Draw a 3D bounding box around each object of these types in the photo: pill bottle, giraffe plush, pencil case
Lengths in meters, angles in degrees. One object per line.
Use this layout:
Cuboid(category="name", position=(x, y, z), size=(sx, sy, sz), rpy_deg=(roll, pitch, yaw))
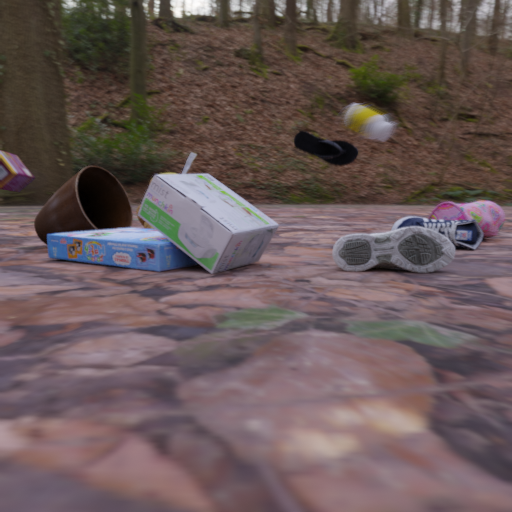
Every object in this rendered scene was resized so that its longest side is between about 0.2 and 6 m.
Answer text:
Cuboid(category="pill bottle", position=(2.322, -2.737, 11.593), size=(0.936, 0.521, 0.521), rpy_deg=(35, 23, 26))
Cuboid(category="giraffe plush", position=(-1.524, -1.182, 13.963), size=(1.870, 2.306, 1.989), rpy_deg=(27, 17, -46))
Cuboid(category="pencil case", position=(5.122, -0.814, 13.623), size=(1.073, 1.073, 2.455), rpy_deg=(6, 10, 42))

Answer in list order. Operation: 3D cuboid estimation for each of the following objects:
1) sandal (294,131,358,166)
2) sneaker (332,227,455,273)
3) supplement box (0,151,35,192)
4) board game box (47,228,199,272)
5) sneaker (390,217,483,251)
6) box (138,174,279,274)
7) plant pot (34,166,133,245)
Cuboid(category="sandal", position=(1.702, -2.635, 13.896), size=(1.638, 0.623, 0.351), rpy_deg=(17, 15, 12))
Cuboid(category="sneaker", position=(2.150, -0.115, 8.851), size=(1.844, 0.718, 0.916), rpy_deg=(2, 3, 9))
Cuboid(category="supplement box", position=(-4.449, -1.510, 9.997), size=(0.444, 0.564, 0.861), rpy_deg=(-40, -1, 3))
Cuboid(category="board game box", position=(-2.025, -0.170, 10.028), size=(2.701, 0.494, 2.043), rpy_deg=(4, 8, 34))
Cuboid(category="sneaker", position=(3.851, -0.462, 11.737), size=(2.000, 0.701, 1.085), rpy_deg=(0, 4, -30))
Cuboid(category="box", position=(-0.744, -0.592, 9.045), size=(1.680, 0.812, 1.483), rpy_deg=(37, 24, 19))
Cuboid(category="plant pot", position=(-3.875, -0.849, 12.076), size=(1.744, 1.630, 1.630), rpy_deg=(-21, -3, 24))
